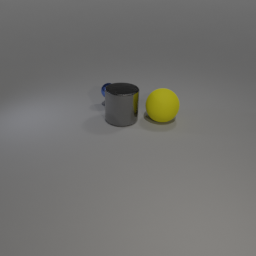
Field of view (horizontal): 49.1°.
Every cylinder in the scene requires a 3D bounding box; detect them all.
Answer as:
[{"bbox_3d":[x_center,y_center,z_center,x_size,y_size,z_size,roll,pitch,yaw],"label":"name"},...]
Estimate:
[{"bbox_3d":[-0.256,-0.998,11.618,1.400,1.400,1.400,2,29,-1],"label":"cylinder"}]

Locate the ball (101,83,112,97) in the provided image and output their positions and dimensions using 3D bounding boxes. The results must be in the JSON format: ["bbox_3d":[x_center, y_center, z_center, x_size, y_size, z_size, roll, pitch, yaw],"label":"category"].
[{"bbox_3d":[-0.871,-1.691,12.678,0.700,0.700,0.700,0,30,0],"label":"ball"}]

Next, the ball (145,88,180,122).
[{"bbox_3d":[1.425,-0.938,11.602,1.400,1.400,1.400,0,30,0],"label":"ball"}]
